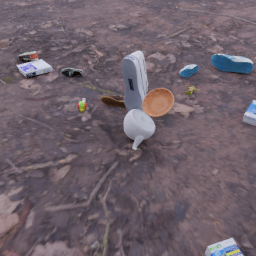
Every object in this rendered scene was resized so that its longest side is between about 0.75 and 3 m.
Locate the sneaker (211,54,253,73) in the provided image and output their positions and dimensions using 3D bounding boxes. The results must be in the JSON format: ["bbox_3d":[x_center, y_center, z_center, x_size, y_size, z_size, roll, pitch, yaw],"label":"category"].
[{"bbox_3d":[5.616,-3.523,15.201,2.198,0.841,0.888,18,32,12],"label":"sneaker"}]

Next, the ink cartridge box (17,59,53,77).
[{"bbox_3d":[-5.040,-3.226,15.090,1.463,0.320,1.476,-23,39,-28],"label":"ink cartridge box"}]

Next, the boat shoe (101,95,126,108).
[{"bbox_3d":[-0.524,-1.244,12.572,1.307,0.460,0.460,14,46,5],"label":"boat shoe"}]

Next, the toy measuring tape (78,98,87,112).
[{"bbox_3d":[-2.018,-1.120,12.458,0.416,0.416,1.131,-1,39,-1],"label":"toy measuring tape"}]

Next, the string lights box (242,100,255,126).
[{"bbox_3d":[5.414,-0.637,11.845,0.688,0.395,1.339,24,45,27],"label":"string lights box"}]

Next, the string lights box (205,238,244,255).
[{"bbox_3d":[2.567,3.483,6.693,0.753,0.432,1.465,-12,40,-15],"label":"string lights box"}]

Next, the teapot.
[{"bbox_3d":[0.309,-0.018,10.684,1.315,0.973,1.332,47,33,9],"label":"teapot"}]

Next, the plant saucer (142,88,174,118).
[{"bbox_3d":[1.016,-0.820,9.339,1.103,0.206,1.103,-11,61,19],"label":"plant saucer"}]

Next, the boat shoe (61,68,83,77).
[{"bbox_3d":[-2.939,-2.886,14.636,1.116,0.401,0.377,2,34,0],"label":"boat shoe"}]

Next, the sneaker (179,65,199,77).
[{"bbox_3d":[3.134,-3.017,14.806,1.287,0.493,0.520,-24,31,-31],"label":"sneaker"}]

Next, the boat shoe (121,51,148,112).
[{"bbox_3d":[0.417,-1.626,10.895,1.009,2.743,0.896,26,50,28],"label":"boat shoe"}]

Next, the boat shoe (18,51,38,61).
[{"bbox_3d":[-5.690,-4.037,15.968,1.561,0.488,0.555,4,34,35],"label":"boat shoe"}]

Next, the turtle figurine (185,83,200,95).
[{"bbox_3d":[2.992,-1.839,13.456,0.800,0.258,0.645,27,53,19],"label":"turtle figurine"}]
